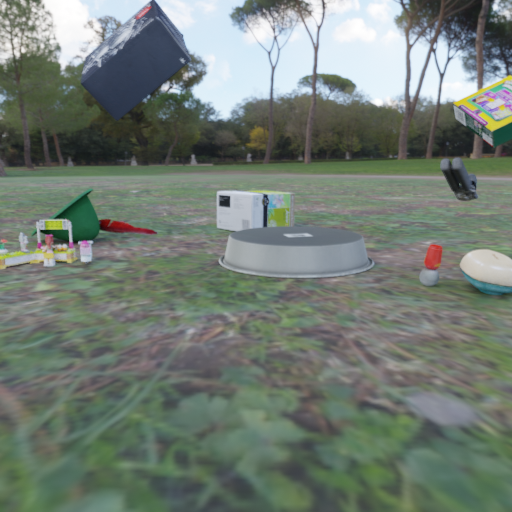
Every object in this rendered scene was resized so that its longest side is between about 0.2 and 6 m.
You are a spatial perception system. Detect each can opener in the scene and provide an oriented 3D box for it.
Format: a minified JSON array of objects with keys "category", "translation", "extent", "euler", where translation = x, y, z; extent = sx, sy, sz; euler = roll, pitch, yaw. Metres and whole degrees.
[{"category":"can opener","translation":[3.362,-1.297,9.214],"extent":[0.361,0.452,1.353],"euler":[0,-22,33]}]

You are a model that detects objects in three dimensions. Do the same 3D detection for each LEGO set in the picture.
[{"category":"LEGO set","translation":[-3.976,-0.214,9.911],"extent":[2.066,0.769,0.950],"euler":[-4,11,-22]}]

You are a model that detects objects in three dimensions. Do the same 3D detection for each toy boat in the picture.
[{"category":"toy boat","translation":[3.126,0.242,8.227],"extent":[1.348,0.627,1.133],"euler":[10,17,12]}]

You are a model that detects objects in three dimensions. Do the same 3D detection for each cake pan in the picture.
[{"category":"cake pan","translation":[0.724,-0.130,10.182],"extent":[2.803,0.514,2.803],"euler":[0,11,0]}]

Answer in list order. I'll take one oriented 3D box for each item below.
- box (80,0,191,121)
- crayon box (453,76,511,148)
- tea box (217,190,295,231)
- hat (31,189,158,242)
[{"category":"box","translation":[-1.661,-2.721,7.708],"extent":[1.342,0.699,1.222],"euler":[-36,36,11]},{"category":"crayon box","translation":[3.549,-2.096,8.063],"extent":[0.945,0.319,1.096],"euler":[-24,38,3]},{"category":"tea box","translation":[-0.011,-1.162,14.401],"extent":[1.464,0.994,1.488],"euler":[-8,13,-38]},{"category":"hat","translation":[-3.730,-0.403,12.551],"extent":[1.951,1.717,1.616],"euler":[-29,16,32]}]
